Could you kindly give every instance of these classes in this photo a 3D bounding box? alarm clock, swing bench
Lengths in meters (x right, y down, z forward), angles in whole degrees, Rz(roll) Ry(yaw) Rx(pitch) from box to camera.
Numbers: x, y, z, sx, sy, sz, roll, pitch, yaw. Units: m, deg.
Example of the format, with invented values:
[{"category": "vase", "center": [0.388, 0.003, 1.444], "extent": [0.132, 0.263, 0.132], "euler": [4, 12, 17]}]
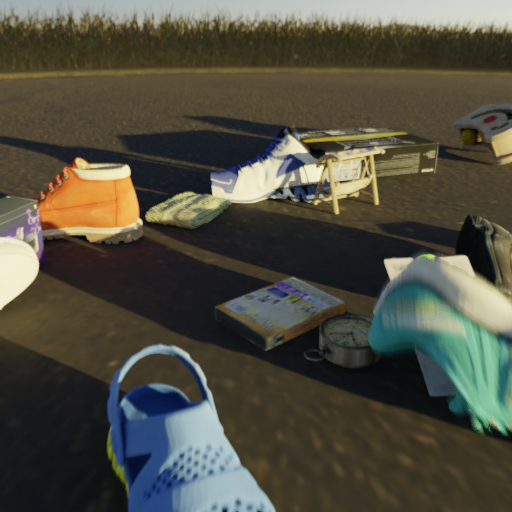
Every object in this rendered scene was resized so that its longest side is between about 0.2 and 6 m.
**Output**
[{"category": "alarm clock", "center": [1.092, 1.097, 6.943], "extent": [1.205, 0.401, 0.813], "euler": [-13, 27, -31]}, {"category": "swing bench", "center": [2.032, -1.746, 12.402], "extent": [1.301, 1.308, 0.849], "euler": [-13, 27, -29]}]

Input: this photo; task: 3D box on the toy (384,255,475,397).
[{"category": "toy", "center": [2.364, 0.879, 6.983], "extent": [1.165, 0.478, 2.024], "euler": [-2, 51, -6]}]

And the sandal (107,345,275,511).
[{"category": "sandal", "center": [-0.589, 1.719, 4.453], "extent": [1.153, 1.263, 2.902], "euler": [-11, 27, -28]}]

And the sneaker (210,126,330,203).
[{"category": "sneaker", "center": [0.364, -2.145, 12.916], "extent": [2.831, 1.635, 1.144], "euler": [-1, 22, -3]}]

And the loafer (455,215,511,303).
[{"category": "loafer", "center": [3.716, 0.124, 8.523], "extent": [0.979, 0.986, 2.708], "euler": [15, 30, 8]}]

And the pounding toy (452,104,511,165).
[{"category": "pounding toy", "center": [7.394, -3.244, 16.521], "extent": [1.883, 1.889, 3.293], "euler": [-37, 24, -12]}]

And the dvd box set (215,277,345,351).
[{"category": "dvd box set", "center": [0.347, 0.773, 7.921], "extent": [1.521, 0.224, 1.113], "euler": [-19, 30, -38]}]

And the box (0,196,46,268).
[{"category": "box", "center": [-4.163, -0.125, 8.782], "extent": [0.664, 1.188, 1.683], "euler": [7, 25, 18]}]

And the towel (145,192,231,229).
[{"category": "towel", "center": [-1.435, -1.009, 11.942], "extent": [1.290, 0.317, 1.738], "euler": [9, 25, 22]}]

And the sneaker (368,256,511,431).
[{"category": "sneaker", "center": [2.608, 1.273, 5.705], "extent": [3.154, 1.256, 1.222], "euler": [33, -7, 29]}]

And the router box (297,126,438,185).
[{"category": "router box", "center": [2.766, -2.832, 15.433], "extent": [3.406, 0.890, 2.678], "euler": [-8, 25, -18]}]

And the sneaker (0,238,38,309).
[{"category": "sneaker", "center": [-3.903, 0.819, 6.854], "extent": [1.353, 1.254, 3.338], "euler": [23, 34, 20]}]

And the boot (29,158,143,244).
[{"category": "boot", "center": [-3.657, -1.117, 10.693], "extent": [2.896, 1.553, 1.086], "euler": [0, 25, 5]}]
